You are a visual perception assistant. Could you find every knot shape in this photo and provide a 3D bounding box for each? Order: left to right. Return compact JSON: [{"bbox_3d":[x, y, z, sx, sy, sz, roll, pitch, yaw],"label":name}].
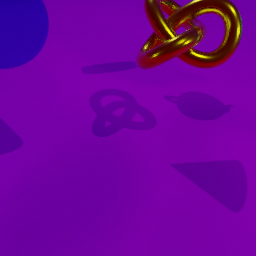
[{"bbox_3d":[1.099,-1.724,5.009,1.779,0.878,1.901,8,61,12],"label":"knot shape"}]

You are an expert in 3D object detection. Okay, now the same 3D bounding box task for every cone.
[{"bbox_3d":[-1.822,-1.669,3.899,1.259,1.259,1.264,-14,40,-13],"label":"cone"}]
